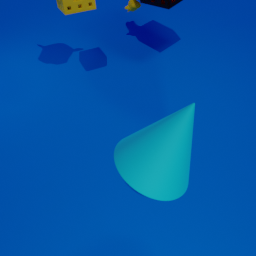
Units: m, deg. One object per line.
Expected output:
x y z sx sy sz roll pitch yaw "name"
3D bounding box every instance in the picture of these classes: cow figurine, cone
0.125 -4.662 9.793 0.553 0.992 1.008 -18 69 -31 "cow figurine"
0.723 0.159 4.704 1.500 1.506 1.500 18 37 -14 "cone"

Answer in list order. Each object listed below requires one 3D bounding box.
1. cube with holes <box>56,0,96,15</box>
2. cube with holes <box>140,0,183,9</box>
-1.355 -3.402 6.975 0.808 0.808 0.808 -19 40 -16 "cube with holes"
1.117 -4.529 8.348 1.259 1.259 1.259 -39 48 -20 "cube with holes"
